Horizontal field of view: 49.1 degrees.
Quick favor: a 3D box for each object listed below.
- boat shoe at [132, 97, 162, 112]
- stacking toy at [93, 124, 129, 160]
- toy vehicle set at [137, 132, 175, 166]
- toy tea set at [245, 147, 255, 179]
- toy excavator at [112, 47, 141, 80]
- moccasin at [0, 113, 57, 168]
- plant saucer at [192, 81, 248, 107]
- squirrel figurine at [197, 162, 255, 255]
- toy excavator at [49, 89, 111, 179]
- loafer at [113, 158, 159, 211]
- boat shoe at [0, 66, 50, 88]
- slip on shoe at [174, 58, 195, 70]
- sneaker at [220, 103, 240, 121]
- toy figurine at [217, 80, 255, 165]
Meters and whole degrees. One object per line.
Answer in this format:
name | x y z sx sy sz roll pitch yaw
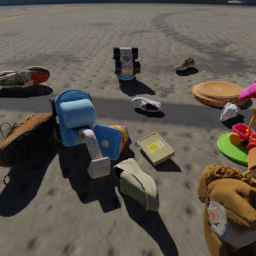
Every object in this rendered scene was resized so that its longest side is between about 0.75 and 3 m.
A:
boat shoe | 0.623 -0.810 9.812 1.097 0.403 0.358 8 26 17
stacking toy | -0.307 0.231 7.760 0.826 0.873 1.504 14 18 18
toy vehicle set | 0.726 0.529 7.440 0.613 0.131 0.987 -26 39 -11
toy tea set | 3.772 1.017 5.681 2.646 1.573 0.979 -5 53 17
toy excavator | -0.220 -3.092 13.250 1.142 2.285 2.222 -3 73 -8
moccasin | -2.775 0.216 7.440 0.973 0.922 2.521 2 30 9
plant saucer | 3.601 -1.412 10.959 2.125 0.343 2.125 1 29 0
squirrel figurine | 2.297 1.380 4.997 1.846 1.400 1.978 1 31 -13
toy excavator | -1.209 0.057 7.265 1.167 2.271 2.335 -11 3 -21
loafer | 0.137 1.230 5.987 0.580 0.643 1.700 -12 22 -18
boat shoe | -4.377 -2.074 11.711 2.190 0.779 0.685 -5 33 -5
slip on shoe | 2.788 -3.158 13.852 1.498 0.454 0.569 -21 21 -35
sneaker | 3.403 -0.522 9.324 0.451 0.428 1.120 26 39 23
toy figurine | 3.445 -0.170 7.042 1.624 1.990 2.163 -17 34 -27
